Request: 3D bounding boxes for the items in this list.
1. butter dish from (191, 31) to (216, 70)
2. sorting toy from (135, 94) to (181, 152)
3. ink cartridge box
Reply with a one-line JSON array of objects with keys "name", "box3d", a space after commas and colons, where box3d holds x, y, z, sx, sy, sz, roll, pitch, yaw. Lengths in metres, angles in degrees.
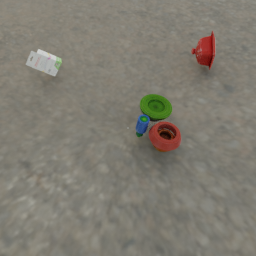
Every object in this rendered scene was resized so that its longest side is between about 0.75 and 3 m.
[{"name": "butter dish", "box3d": [2.703, -2.777, 10.126, 0.801, 1.084, 1.081, 1, 73, 8]}, {"name": "sorting toy", "box3d": [0.762, -0.042, 7.949, 1.136, 0.776, 1.890, -4, 53, -15]}, {"name": "ink cartridge box", "box3d": [-2.917, -2.297, 9.705, 1.057, 0.619, 0.356, 19, 34, -30]}]
